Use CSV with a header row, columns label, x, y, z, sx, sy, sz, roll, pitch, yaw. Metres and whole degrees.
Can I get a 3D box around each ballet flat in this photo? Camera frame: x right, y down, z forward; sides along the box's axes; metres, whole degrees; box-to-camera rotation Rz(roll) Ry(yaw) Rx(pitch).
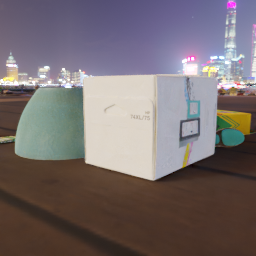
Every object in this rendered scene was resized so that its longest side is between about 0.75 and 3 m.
label,x,y,z,sx,sy,sz,roll,pitch,yaw
ballet flat,2.377,0.268,7.533,1.541,0.524,0.518,-2,0,-20

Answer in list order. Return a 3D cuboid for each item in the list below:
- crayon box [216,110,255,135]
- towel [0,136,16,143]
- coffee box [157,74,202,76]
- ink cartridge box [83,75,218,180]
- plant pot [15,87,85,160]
label,x,y,z,sx,sy,sz,roll,pitch,yaw
crayon box,2.822,-0.197,9.746,2.943,0.747,1.868,-4,9,-26
towel,-3.671,0.355,8.270,0.619,0.095,0.812,6,12,37
coffee box,2.781,-1.743,15.021,2.210,2.207,2.186,3,9,17
ink cartridge box,0.549,-0.203,6.061,1.833,1.824,2.498,7,11,40
plant pot,-1.689,-0.243,7.216,2.365,1.593,2.365,0,9,0
